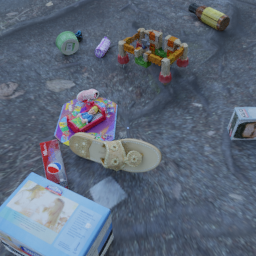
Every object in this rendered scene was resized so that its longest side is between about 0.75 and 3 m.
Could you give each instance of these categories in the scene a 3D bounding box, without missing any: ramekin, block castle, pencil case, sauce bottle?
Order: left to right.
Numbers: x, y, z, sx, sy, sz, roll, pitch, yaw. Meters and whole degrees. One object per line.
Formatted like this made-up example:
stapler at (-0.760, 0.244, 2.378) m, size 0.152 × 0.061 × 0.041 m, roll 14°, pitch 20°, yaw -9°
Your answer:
ramekin at (-2.715, -3.810, 12.713) m, size 1.004 × 1.004 × 0.490 m, roll -21°, pitch 57°, yaw -19°
pencil case at (-1.163, -3.745, 12.971) m, size 0.481 × 0.490 × 1.147 m, roll 10°, pitch 48°, yaw 9°
block castle at (1.040, -3.000, 11.757) m, size 2.702 × 1.268 × 1.806 m, roll 30°, pitch 57°, yaw 28°
sauce bottle at (4.251, -6.031, 14.938) m, size 0.833 × 0.833 × 2.522 m, roll -24°, pitch 52°, yaw -22°

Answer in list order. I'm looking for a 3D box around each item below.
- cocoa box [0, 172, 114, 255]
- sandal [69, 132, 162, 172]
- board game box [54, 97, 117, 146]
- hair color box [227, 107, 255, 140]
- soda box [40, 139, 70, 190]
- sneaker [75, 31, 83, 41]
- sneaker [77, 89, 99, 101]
cocoa box at (-1.655, 2.333, 6.417) m, size 2.248 × 1.475 × 1.499 m, roll 20°, pitch 49°, yaw 18°
sandal at (-0.576, 0.841, 8.030) m, size 2.913 × 1.068 × 0.958 m, roll 11°, pitch 23°, yaw 20°
board game box at (-1.443, -0.437, 9.773) m, size 2.048 × 0.505 × 2.592 m, roll 2°, pitch 46°, yaw 2°
hair color box at (4.419, -0.143, 9.135) m, size 2.024 × 1.002 × 0.614 m, roll -1°, pitch 46°, yaw -1°
soda box at (-2.183, 1.116, 8.260) m, size 0.572 × 0.518 × 1.635 m, roll -13°, pitch 47°, yaw -14°
sneaker at (-2.597, -4.330, 13.568) m, size 0.393 × 0.440 × 1.074 m, roll 19°, pitch 50°, yaw 17°
sneaker at (-1.476, -1.222, 10.574) m, size 0.880 × 0.331 × 0.460 m, roll -29°, pitch 40°, yaw -36°
